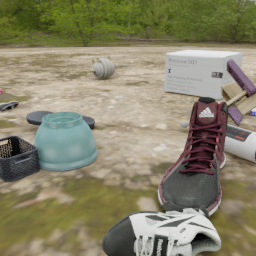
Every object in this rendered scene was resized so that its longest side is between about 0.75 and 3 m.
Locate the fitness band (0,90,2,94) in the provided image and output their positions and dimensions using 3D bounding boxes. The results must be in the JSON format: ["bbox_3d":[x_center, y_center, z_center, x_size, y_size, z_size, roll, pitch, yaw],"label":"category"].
[{"bbox_3d":[-6.082,-1.628,12.715,0.593,0.154,0.825,0,18,0],"label":"fitness band"}]

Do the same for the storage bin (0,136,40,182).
[{"bbox_3d":[-2.440,0.610,5.864,1.115,0.523,0.754,17,26,42],"label":"storage bin"}]

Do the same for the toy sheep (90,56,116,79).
[{"bbox_3d":[-1.478,-3.470,16.247,1.904,1.313,1.313,-21,28,-38],"label":"toy sheep"}]

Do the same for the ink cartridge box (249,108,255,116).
[{"bbox_3d":[4.538,-0.559,9.643,0.944,0.198,0.563,7,20,10],"label":"ink cartridge box"}]

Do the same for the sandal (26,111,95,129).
[{"bbox_3d":[-1.981,-0.112,8.209,1.983,0.425,0.754,7,26,-8],"label":"sandal"}]

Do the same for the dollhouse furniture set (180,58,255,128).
[{"bbox_3d":[2.951,-0.177,8.575,2.119,2.365,2.985,-37,-14,13],"label":"dollhouse furniture set"}]

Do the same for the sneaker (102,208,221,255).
[{"bbox_3d":[0.458,1.414,3.517,1.527,0.566,0.676,-6,18,-16],"label":"sneaker"}]

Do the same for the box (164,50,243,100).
[{"bbox_3d":[3.477,-2.578,12.908,2.721,1.788,2.735,14,24,34],"label":"box"}]

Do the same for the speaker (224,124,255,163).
[{"bbox_3d":[2.453,0.273,6.632,0.648,0.648,1.597,-14,24,-34],"label":"speaker"}]

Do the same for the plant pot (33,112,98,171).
[{"bbox_3d":[-1.440,0.196,6.324,1.461,0.979,1.461,-1,20,0],"label":"plant pot"}]

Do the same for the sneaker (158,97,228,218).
[{"bbox_3d":[1.258,0.294,5.099,1.055,1.610,2.787,7,21,20],"label":"sneaker"}]

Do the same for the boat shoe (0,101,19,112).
[{"bbox_3d":[-4.357,-0.772,10.281,0.279,0.323,0.890,52,30,9],"label":"boat shoe"}]
